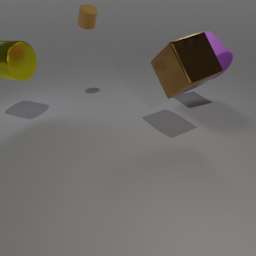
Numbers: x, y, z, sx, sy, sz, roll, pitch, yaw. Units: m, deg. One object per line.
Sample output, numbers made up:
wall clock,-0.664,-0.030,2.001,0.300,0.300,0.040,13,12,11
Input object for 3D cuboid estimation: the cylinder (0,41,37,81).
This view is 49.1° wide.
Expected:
cylinder,-4.339,-2.462,10.237,1.400,1.400,1.400,9,30,25

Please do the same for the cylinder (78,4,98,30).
cylinder,-1.600,-4.384,11.062,0.700,0.700,0.700,9,47,-10

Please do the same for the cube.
cube,1.837,-1.973,8.958,1.400,1.400,1.400,-24,-3,-24

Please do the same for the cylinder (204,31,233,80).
cylinder,3.237,-2.922,11.333,1.400,1.400,1.400,-14,57,-24
